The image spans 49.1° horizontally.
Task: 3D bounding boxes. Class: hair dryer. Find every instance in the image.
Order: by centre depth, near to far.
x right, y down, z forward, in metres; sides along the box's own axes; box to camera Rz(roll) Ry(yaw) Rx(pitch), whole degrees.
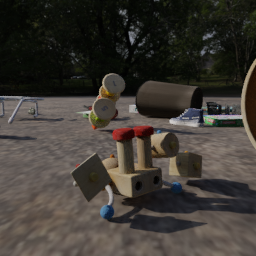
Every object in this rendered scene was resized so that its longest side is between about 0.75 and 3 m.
[{"bbox_3d":[-1.125,-0.660,12.013,1.405,0.501,1.845,-4,12,-18],"label":"hair dryer"}]

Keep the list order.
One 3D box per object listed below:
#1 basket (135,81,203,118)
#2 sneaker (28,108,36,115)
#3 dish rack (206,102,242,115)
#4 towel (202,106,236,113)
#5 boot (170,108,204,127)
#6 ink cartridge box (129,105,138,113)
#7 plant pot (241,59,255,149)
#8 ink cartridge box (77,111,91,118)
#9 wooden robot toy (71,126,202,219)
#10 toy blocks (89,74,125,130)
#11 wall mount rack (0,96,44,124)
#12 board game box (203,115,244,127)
[{"bbox_3d":[1.900,-1.202,12.312,2.400,1.632,2.164,10,19,35],"label":"basket"},{"bbox_3d":[-4.748,-0.856,14.211,0.416,0.361,0.938,4,6,-34],"label":"sneaker"},{"bbox_3d":[4.643,-0.715,11.785,2.625,0.716,2.014,2,9,13],"label":"dish rack"},{"bbox_3d":[4.816,-1.090,16.052,2.516,0.273,1.845,-6,9,-35],"label":"towel"},{"bbox_3d":[2.066,-0.405,9.819,1.352,0.611,0.492,7,11,43],"label":"boot"},{"bbox_3d":[0.756,-0.997,14.841,1.207,0.406,0.701,5,10,30],"label":"ink cartridge box"},{"bbox_3d":[3.116,-0.231,4.136,2.206,2.206,2.367,6,-3,36],"label":"plant pot"},{"bbox_3d":[-1.636,-0.577,12.289,0.870,0.287,1.196,4,11,29],"label":"ink cartridge box"},{"bbox_3d":[-0.004,0.431,3.408,1.969,0.867,0.893,-6,-1,-41],"label":"wooden robot toy"},{"bbox_3d":[-0.751,-0.592,8.608,0.667,1.531,1.837,22,-24,-7],"label":"toy blocks"},{"bbox_3d":[-4.940,-0.764,11.340,2.829,1.055,2.458,1,4,6],"label":"wall mount rack"},{"bbox_3d":[3.893,-0.271,10.069,2.008,0.292,1.351,-1,9,-8],"label":"board game box"}]
